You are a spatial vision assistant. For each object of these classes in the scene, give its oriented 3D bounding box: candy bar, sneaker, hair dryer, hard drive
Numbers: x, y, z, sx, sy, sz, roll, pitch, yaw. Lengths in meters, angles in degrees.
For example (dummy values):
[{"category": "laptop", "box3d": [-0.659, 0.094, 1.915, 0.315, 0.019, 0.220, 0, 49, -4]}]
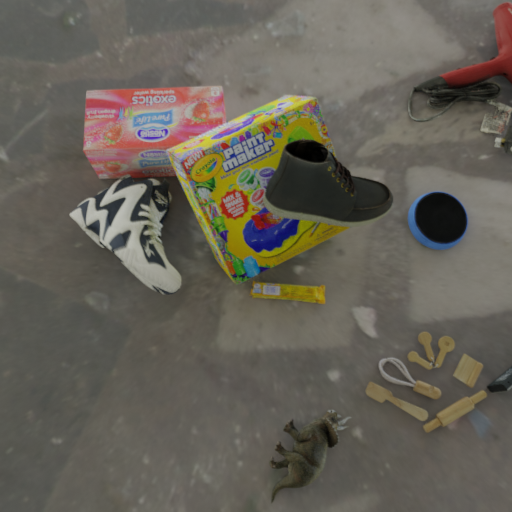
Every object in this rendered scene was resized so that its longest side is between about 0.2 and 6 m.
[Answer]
[{"category": "candy bar", "box3d": [0.612, 0.701, 10.831, 1.474, 0.163, 0.367, 4, 80, 1]}, {"category": "sneaker", "box3d": [1.345, -1.162, 8.966, 2.281, 1.212, 0.853, -1, 52, -19]}, {"category": "hair dryer", "box3d": [5.009, -4.014, 11.900, 2.634, 0.940, 3.459, 25, 73, 9]}, {"category": "sneaker", "box3d": [-2.027, -0.614, 10.578, 2.753, 1.099, 1.792, 34, 75, 33]}, {"category": "hard drive", "box3d": [4.722, 2.096, 10.119, 1.024, 0.715, 0.168, -35, 76, -10]}]

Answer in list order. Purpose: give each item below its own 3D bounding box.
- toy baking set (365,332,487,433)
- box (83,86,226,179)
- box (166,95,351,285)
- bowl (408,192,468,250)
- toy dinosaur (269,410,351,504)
[{"category": "toy baking set", "box3d": [3.142, 2.358, 10.317, 2.104, 0.245, 1.615, -32, 73, -9]}, {"category": "box", "box3d": [-1.950, -2.434, 11.224, 2.690, 1.273, 1.380, -1, 73, 0]}, {"category": "box", "box3d": [0.099, -1.251, 10.127, 2.526, 1.541, 2.433, -27, 113, -8]}, {"category": "bowl", "box3d": [3.651, -0.725, 11.189, 1.201, 0.236, 1.201, 1, 75, -5]}, {"category": "toy dinosaur", "box3d": [0.831, 3.445, 9.701, 0.993, 0.748, 1.942, 25, 72, 14]}]
